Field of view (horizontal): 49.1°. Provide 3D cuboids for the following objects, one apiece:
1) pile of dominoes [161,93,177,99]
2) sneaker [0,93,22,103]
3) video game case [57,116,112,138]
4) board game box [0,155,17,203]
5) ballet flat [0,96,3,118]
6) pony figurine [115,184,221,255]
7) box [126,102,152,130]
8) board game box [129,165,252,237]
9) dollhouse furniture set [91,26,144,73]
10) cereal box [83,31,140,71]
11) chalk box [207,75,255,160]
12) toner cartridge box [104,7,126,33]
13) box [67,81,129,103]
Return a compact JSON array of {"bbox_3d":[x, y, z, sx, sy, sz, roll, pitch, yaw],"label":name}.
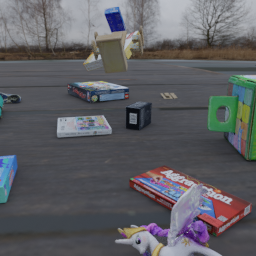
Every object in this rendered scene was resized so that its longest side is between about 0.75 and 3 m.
[{"bbox_3d":[2.009,-1.524,13.724,0.693,0.142,0.890,-2,25,-7],"label":"pile of dominoes"},{"bbox_3d":[-5.343,-1.311,12.498,1.208,0.466,0.515,7,7,-1],"label":"sneaker"},{"bbox_3d":[-1.390,-0.075,8.657,1.530,0.199,1.681,-3,16,-12],"label":"video game case"},{"bbox_3d":[-2.670,0.930,5.084,1.065,0.315,1.401,-4,17,-12],"label":"board game box"},{"bbox_3d":[-4.977,-0.702,9.896,0.873,1.032,2.730,-34,20,-8],"label":"ballet flat"},{"bbox_3d":[0.594,1.315,3.104,1.144,0.987,1.185,-22,41,-31],"label":"pony figurine"},{"bbox_3d":[0.347,-0.405,8.854,0.505,0.701,0.944,9,18,26],"label":"box"},{"bbox_3d":[0.974,1.115,4.733,0.949,0.179,1.844,-12,21,-38],"label":"board game box"},{"bbox_3d":[-0.312,-2.166,7.022,1.282,0.908,1.396,-3,46,10],"label":"dollhouse furniture set"},{"bbox_3d":[-0.586,-2.893,10.560,2.013,0.398,1.448,-7,41,36],"label":"cereal box"},{"bbox_3d":[3.411,-0.321,6.757,2.854,1.775,1.767,-1,16,1],"label":"chalk box"},{"bbox_3d":[-0.386,-3.332,8.745,0.469,0.213,0.987,-4,-19,10],"label":"toner cartridge box"},{"bbox_3d":[-1.549,-1.845,13.885,2.000,0.552,2.928,-10,19,-30],"label":"box"}]
